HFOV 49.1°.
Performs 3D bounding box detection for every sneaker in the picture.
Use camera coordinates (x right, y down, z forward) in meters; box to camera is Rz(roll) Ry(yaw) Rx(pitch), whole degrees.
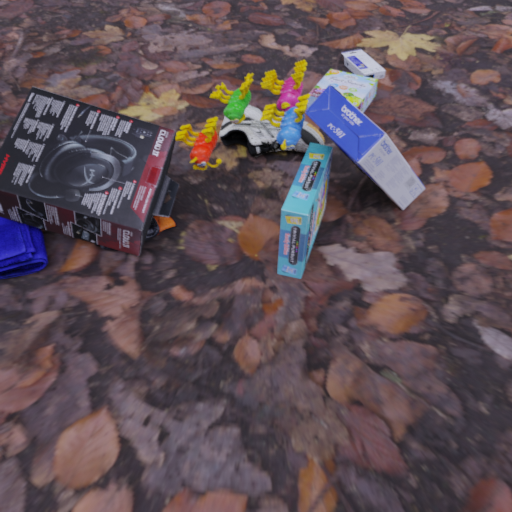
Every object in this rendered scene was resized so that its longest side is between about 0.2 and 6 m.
[{"bbox_3d":[0.301,-2.539,12.352,2.358,0.892,1.034,18,67,18],"label":"sneaker"}]

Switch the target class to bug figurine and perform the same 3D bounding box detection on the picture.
[{"bbox_3d":[-0.047,-2.609,10.574,2.880,0.741,2.233,-3,51,34],"label":"bug figurine"}]

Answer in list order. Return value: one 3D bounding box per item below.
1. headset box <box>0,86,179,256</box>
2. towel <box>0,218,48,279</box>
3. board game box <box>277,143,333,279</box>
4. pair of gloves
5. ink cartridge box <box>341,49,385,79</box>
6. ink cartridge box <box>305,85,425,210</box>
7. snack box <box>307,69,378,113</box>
[{"bbox_3d":[-2.895,-1.457,10.030,2.969,1.146,2.209,16,63,-8],"label":"headset box"},{"bbox_3d":[-5.000,-0.544,10.313,1.920,0.644,2.601,-16,47,-16],"label":"towel"},{"bbox_3d":[0.885,-0.821,9.987,0.466,1.501,1.988,13,47,11],"label":"board game box"},{"bbox_3d":[-2.576,-0.828,10.878,1.600,0.222,1.796,-23,54,-23],"label":"pair of gloves"},{"bbox_3d":[2.894,-5.202,15.285,0.669,0.264,1.346,-15,48,-14],"label":"ink cartridge box"},{"bbox_3d":[2.058,-1.837,10.064,0.652,2.950,1.387,-46,63,13],"label":"ink cartridge box"},{"bbox_3d":[2.134,-3.973,13.858,1.304,0.523,1.546,19,46,19],"label":"snack box"}]
